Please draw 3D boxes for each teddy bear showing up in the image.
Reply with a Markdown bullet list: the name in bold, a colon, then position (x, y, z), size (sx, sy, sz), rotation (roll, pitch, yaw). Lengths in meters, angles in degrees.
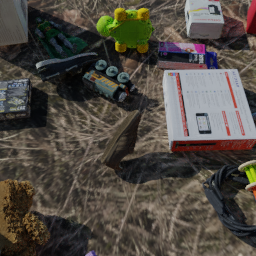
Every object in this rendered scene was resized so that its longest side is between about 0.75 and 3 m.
- **teddy bear**: position (-2.776, 2.604, 6.764), size (1.908, 0.879, 2.631), rotation (-33, 65, 10)

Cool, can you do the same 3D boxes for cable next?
- **cable**: position (3.050, 1.943, 7.507), size (1.612, 0.502, 1.976), rotation (-22, 56, -19)

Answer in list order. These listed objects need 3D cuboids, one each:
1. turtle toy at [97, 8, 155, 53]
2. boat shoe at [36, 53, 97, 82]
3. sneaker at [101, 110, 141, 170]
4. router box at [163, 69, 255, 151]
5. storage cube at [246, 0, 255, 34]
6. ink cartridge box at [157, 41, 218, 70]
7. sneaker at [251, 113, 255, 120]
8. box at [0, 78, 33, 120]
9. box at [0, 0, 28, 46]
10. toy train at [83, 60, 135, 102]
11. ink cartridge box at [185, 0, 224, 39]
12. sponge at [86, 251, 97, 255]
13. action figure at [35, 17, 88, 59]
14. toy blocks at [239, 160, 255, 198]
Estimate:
- **turtle toy**: position (-0.095, -3.796, 10.615), size (2.212, 1.612, 1.118), rotation (2, 38, 2)
- **boat shoe**: position (-2.076, -2.176, 9.978), size (2.264, 0.856, 0.683), rotation (-19, 99, -21)
- **sneaker**: position (-0.048, 0.362, 8.094), size (0.690, 0.643, 1.826), rotation (33, 94, -18)
- **router box**: position (2.483, -0.638, 8.969), size (2.500, 0.680, 2.786), rotation (0, 57, 0)
- **storage cube**: position (5.684, -4.705, 11.055), size (1.482, 1.559, 1.734), rotation (13, 59, 8)
- **ink cartridge box**: position (2.236, -2.666, 10.467), size (2.260, 0.419, 1.070), rotation (6, 58, 1)
- **sneaker**: position (4.371, -0.149, 8.853), size (0.935, 0.363, 0.654), rotation (5, 57, 4)
- **box**: position (-4.154, -0.951, 9.325), size (1.773, 0.435, 1.429), rotation (-7, 56, -4)
- **box**: position (-5.028, -5.011, 10.549), size (1.770, 2.709, 2.695), rotation (-10, 58, -6)
- **toy train**: position (-0.680, -1.571, 9.594), size (1.789, 0.762, 1.020), rotation (31, 75, 16)
- **ink cartridge box**: position (3.089, -4.550, 11.428), size (1.319, 0.749, 1.809), rotation (2, 57, 1)
- **sponge**: position (-0.761, 3.536, 6.441), size (0.646, 0.173, 1.159), rotation (-42, 62, 11)
- **action figure**: position (-2.912, -3.581, 10.897), size (1.528, 0.707, 2.586), rotation (-36, 61, -17)
- **toy blocks**: position (3.777, 1.735, 7.324), size (1.403, 0.611, 1.683), rotation (5, 55, -24)
